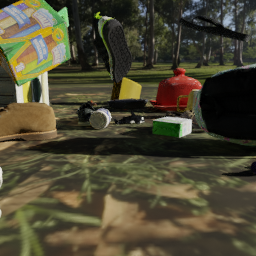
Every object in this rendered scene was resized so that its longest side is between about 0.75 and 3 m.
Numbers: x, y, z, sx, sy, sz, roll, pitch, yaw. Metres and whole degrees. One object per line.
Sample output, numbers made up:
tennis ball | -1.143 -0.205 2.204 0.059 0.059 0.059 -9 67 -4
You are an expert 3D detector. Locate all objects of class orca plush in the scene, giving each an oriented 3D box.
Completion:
orca plush | 0.064 -0.386 10.010 1.171 0.416 0.616 -3 11 -13

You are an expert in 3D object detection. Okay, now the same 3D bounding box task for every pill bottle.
pill bottle | -0.882 -0.331 9.235 0.604 0.604 1.088 0 10 3

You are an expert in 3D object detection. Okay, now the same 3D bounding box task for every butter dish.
butter dish | 2.475 -1.902 13.694 2.696 1.998 2.703 1 11 0

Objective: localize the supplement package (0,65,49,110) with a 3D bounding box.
supplement package | -4.437 -1.705 10.436 2.128 2.825 2.144 3 11 13

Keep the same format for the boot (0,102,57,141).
boot | -3.290 -0.164 7.342 2.706 1.021 0.996 -5 14 -20

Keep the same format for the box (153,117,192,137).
box | 1.298 -0.051 8.226 0.891 0.431 0.786 8 13 35

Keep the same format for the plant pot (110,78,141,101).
plant pot | -0.072 -2.145 16.685 1.357 1.539 1.539 8 7 -21

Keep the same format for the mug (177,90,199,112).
mug | 2.739 -0.977 11.286 1.341 1.101 1.074 -1 12 -5

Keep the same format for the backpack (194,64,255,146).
backpack | 3.019 -0.469 6.710 2.750 2.295 1.741 -1 -8 9

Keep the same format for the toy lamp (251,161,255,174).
toy lamp | 2.629 0.643 5.097 0.912 0.265 0.265 -6 12 -31

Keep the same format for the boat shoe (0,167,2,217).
boat shoe | -1.654 0.837 2.595 0.857 0.938 2.608 30 -5 -4

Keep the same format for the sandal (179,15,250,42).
sandal | 3.038 -3.568 9.841 2.464 0.527 0.937 16 23 8

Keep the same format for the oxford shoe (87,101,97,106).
oxford shoe | -2.030 -1.375 15.523 0.751 0.272 0.267 9 14 40

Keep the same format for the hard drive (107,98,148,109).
hard drive | 0.010 -1.293 14.695 1.350 0.424 2.001 8 14 37

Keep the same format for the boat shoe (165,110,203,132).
boat shoe | 1.853 -0.246 8.761 1.668 0.611 0.621 7 13 33

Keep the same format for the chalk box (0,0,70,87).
chalk box | -2.145 -2.127 6.536 1.952 1.214 1.208 -36 70 -20

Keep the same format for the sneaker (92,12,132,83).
sneaker | -0.499 -2.347 8.184 0.931 2.248 0.806 37 66 28

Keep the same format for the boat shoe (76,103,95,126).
boat shoe | -1.519 -0.570 10.252 0.770 0.683 2.060 0 11 -1
